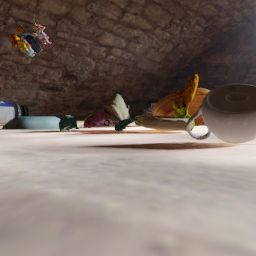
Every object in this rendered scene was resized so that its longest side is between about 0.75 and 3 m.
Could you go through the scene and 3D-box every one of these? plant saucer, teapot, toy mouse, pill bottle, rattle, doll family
[{"bbox_3d":[1.846,-0.502,8.976,2.113,0.395,2.113,-6,-29,-3],"label":"plant saucer"},{"bbox_3d":[1.607,-0.125,4.240,1.059,0.783,1.073,-31,38,-25],"label":"teapot"},{"bbox_3d":[-1.312,-0.204,8.418,2.324,0.450,2.065,-5,1,31],"label":"toy mouse"},{"bbox_3d":[-3.461,-0.200,10.590,2.463,0.474,2.463,0,1,0],"label":"plant saucer"},{"bbox_3d":[-6.209,-0.709,14.047,2.217,1.240,1.240,-2,3,-42],"label":"pill bottle"},{"bbox_3d":[0.715,-0.634,7.954,2.298,1.642,1.496,8,24,27],"label":"rattle"},{"bbox_3d":[-3.661,-3.147,10.150,1.713,1.063,0.772,-13,35,40],"label":"doll family"}]

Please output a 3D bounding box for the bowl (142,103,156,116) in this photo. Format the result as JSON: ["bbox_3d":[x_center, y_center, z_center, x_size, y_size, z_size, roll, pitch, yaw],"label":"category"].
[{"bbox_3d":[1.749,-0.696,14.631,2.532,1.188,2.532,-1,1,0],"label":"bowl"}]

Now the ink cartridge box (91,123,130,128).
[{"bbox_3d":[-0.861,-0.250,12.229,1.964,0.560,1.596,-5,2,-10],"label":"ink cartridge box"}]

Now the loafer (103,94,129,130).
[{"bbox_3d":[-0.262,-0.484,8.884,0.713,0.643,1.884,28,-12,12],"label":"loafer"}]

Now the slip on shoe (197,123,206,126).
[{"bbox_3d":[3.963,-0.256,14.304,1.040,0.315,0.395,1,2,26],"label":"slip on shoe"}]
